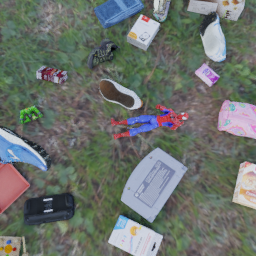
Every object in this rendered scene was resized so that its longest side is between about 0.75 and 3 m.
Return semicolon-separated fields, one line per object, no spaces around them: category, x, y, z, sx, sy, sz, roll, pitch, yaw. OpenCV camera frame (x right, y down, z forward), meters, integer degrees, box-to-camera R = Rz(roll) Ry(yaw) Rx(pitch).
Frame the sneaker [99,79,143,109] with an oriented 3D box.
sneaker;-0.269;-1.216;10.514;1.932;0.818;0.703;37;110;29

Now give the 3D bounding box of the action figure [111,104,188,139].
action figure;0.845;-0.269;9.832;2.799;1.385;0.913;-10;78;-5

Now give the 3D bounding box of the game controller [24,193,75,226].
game controller;-2.682;2.738;9.492;1.712;0.361;0.893;-8;59;-3

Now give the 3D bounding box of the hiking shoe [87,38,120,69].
hiking shoe;-0.969;-2.842;10.946;0.759;0.571;1.508;32;75;15

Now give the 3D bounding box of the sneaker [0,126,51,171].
sneaker;-3.647;0.852;9.398;2.304;0.905;1.027;29;90;4

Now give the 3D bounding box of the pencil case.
pencil case;4.617;-0.161;9.856;2.762;1.207;1.207;15;74;5

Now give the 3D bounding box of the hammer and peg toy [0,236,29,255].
hammer and peg toy;-3.709;3.904;9.087;1.043;0.368;0.767;1;72;0

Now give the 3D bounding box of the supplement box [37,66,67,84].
supplement box;-2.897;-2.028;10.710;1.020;0.311;0.555;14;37;3

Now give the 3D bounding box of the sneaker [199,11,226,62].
sneaker;3.408;-3.633;11.161;0.848;0.855;2.360;-20;55;37

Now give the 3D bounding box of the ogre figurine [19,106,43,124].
ogre figurine;-3.661;-0.507;10.389;0.827;0.406;0.496;-21;92;9

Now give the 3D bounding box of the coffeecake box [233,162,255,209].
coffeecake box;4.312;1.997;9.568;1.068;0.508;1.391;17;74;5

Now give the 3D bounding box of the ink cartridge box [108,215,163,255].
ink cartridge box;0.275;3.596;9.083;1.588;0.539;0.914;23;75;7

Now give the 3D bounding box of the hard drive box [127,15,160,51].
hard drive box;0.619;-3.855;11.328;0.896;0.442;1.150;28;75;7

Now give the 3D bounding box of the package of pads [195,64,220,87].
package of pads;3.068;-2.052;10.864;0.501;0.315;0.832;-43;78;-8

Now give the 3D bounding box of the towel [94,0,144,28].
towel;-0.394;-4.980;11.649;1.900;0.461;1.061;-31;75;-8

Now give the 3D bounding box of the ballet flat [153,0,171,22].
ballet flat;1.446;-5.418;11.586;0.730;0.730;2.029;13;75;4

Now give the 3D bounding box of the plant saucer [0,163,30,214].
plant saucer;-4.305;2.009;9.703;1.375;0.252;1.372;43;78;11

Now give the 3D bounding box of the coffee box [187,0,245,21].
coffee box;3.647;-5.385;11.562;2.135;0.851;1.221;13;74;4

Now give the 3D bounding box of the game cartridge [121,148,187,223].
game cartridge;0.834;1.873;9.667;1.493;0.458;2.242;36;77;6
